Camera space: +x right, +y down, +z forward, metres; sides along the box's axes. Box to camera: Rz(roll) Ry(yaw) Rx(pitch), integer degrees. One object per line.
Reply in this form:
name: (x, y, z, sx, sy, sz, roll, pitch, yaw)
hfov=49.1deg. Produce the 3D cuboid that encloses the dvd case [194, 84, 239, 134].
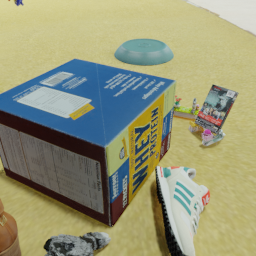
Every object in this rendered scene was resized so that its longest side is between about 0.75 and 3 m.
dvd case: (2.306, -0.509, 7.381, 0.129, 1.170, 0.854, 15, 13, -34)

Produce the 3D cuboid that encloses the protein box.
protein box: (-0.868, 0.010, 6.405, 2.946, 1.987, 2.925, 18, 38, 24)

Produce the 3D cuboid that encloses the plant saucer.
plant saucer: (0.765, -3.731, 13.333, 2.864, 0.515, 2.864, 0, 34, 0)

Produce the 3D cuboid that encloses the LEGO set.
LEGO set: (1.878, -0.546, 8.183, 1.166, 0.943, 2.535, -20, 39, -27)

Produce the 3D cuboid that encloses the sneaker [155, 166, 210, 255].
sneaker: (1.139, 1.473, 5.324, 1.027, 0.774, 2.197, -7, 31, 0)

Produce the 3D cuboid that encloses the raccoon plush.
raccoon plush: (-0.852, 2.302, 4.495, 1.440, 0.965, 0.697, 14, 2, -41)

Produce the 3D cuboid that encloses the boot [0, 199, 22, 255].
boot: (-2.928, 1.306, 4.546, 2.484, 1.922, 0.915, 7, 35, 10)

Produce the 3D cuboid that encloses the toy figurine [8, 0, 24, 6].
toy figurine: (-2.991, -3.650, 7.695, 0.468, 0.532, 0.887, -41, 9, -35)
